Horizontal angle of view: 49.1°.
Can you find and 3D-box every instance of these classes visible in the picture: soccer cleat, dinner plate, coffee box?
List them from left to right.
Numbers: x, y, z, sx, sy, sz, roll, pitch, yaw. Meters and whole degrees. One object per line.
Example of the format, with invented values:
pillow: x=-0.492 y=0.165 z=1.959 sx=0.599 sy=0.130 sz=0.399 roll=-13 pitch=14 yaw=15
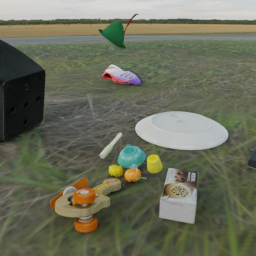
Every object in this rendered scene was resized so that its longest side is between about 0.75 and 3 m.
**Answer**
soccer cleat: x=-0.301 y=-2.687 z=15.097 sx=2.482 sy=0.847 sz=0.908 roll=28 pitch=65 yaw=34
coffee box: x=1.049 y=1.315 z=5.620 sx=0.655 sy=0.462 sz=1.159 roll=6 pitch=23 yaw=15
dinner plate: x=1.737 y=-0.078 z=9.183 sx=2.988 sy=0.362 sz=2.988 roll=1 pitch=21 yaw=0

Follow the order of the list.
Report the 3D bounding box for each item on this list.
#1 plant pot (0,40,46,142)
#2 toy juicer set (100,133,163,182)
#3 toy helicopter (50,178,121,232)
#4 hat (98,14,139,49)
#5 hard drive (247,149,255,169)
plant pot: x=-4.222 y=-1.063 z=8.796 sx=2.506 sy=2.825 sz=2.819 roll=20 pitch=27 yaw=14
toy juicer set: x=-0.070 y=0.823 z=6.962 sx=1.100 sy=0.471 sz=1.729 roll=-33 pitch=39 yaw=-24
toy helicopter: x=-0.764 y=1.346 z=5.610 sx=1.119 sy=0.668 sz=1.692 roll=3 pitch=10 yaw=32
hat: x=-0.204 y=-2.905 z=7.858 sx=0.916 sy=0.974 sz=1.106 roll=26 pitch=24 yaw=-27
hard drive: x=3.812 y=0.756 z=7.260 sx=1.015 sy=0.239 sz=1.455 roll=15 pitch=27 yaw=32
